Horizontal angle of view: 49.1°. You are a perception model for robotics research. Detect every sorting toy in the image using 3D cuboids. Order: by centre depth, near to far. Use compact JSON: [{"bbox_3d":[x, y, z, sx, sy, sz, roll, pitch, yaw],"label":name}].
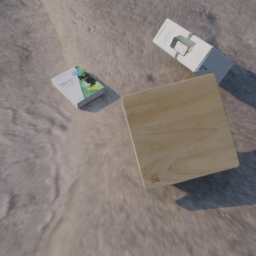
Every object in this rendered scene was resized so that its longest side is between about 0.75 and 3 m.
[{"bbox_3d":[1.104,0.086,6.248,2.072,0.721,2.060,-14,88,-1],"label":"sorting toy"}]

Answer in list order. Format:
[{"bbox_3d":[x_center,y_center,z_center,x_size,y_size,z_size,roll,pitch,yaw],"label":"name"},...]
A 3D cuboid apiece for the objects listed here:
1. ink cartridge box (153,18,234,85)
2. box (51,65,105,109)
[{"bbox_3d":[1.851,-2.148,7.993,1.396,0.804,1.913,12,29,-47],"label":"ink cartridge box"},{"bbox_3d":[-1.466,-1.236,8.195,0.980,0.247,1.358,-35,60,-24],"label":"box"}]
